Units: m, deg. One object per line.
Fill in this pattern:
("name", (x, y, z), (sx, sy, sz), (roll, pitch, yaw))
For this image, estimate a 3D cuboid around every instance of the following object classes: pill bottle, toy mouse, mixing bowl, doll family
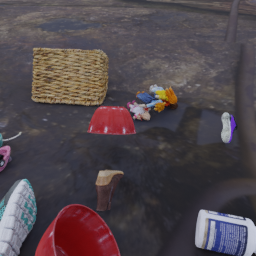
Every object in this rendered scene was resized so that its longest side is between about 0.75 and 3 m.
("pill bottle", (2.168, 2.232, 5.851), (1.404, 0.780, 0.780), (8, 37, 11))
("toy mouse", (-3.997, 0.738, 8.141), (2.320, 0.449, 2.062), (28, 45, 32))
("mixing bowl", (-0.455, -0.240, 7.986), (1.392, 0.754, 1.392), (2, 5, 0))
("doll family", (1.001, -1.009, 10.100), (2.048, 0.923, 1.271), (-23, 42, -28))
("mixing bowl", (-1.017, 2.431, 5.107), (0.969, 1.789, 1.789), (-35, 34, 17))

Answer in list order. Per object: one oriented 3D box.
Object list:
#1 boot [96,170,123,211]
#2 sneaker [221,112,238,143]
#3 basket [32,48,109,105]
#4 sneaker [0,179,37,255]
("boot", (-0.468, 1.516, 6.908), (0.406, 0.934, 1.123), (1, -6, 25))
("sneaker", (3.234, 0.026, 8.795), (0.498, 0.348, 1.002), (17, 69, -23))
("basket", (-2.269, -2.003, 11.473), (2.859, 2.130, 2.041), (2, 4, 3))
("sneaker", (-2.810, 2.159, 5.785), (1.291, 1.098, 2.830), (-3, 34, 4))
